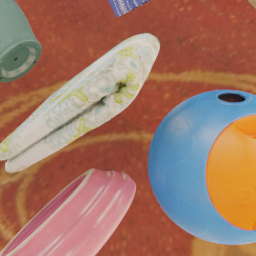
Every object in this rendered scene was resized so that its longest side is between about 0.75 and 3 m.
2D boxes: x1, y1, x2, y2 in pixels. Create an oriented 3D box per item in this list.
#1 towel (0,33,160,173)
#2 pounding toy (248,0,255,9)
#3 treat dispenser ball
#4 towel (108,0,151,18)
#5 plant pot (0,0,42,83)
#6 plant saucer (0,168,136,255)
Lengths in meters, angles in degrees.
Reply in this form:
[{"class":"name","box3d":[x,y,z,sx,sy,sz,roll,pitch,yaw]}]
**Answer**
[{"class":"towel","box3d":[-0.703,-0.481,4.566,2.630,2.251,0.633,-30,111,26]},{"class":"pounding toy","box3d":[3.080,-2.170,5.141,1.754,1.247,1.615,46,57,-4]},{"class":"treat dispenser ball","box3d":[1.480,0.575,4.420,2.337,2.337,2.337,0,75,0]},{"class":"towel","box3d":[0.422,-3.625,5.202,2.151,2.970,0.354,60,39,-22]},{"class":"plant pot","box3d":[-2.721,-1.884,5.701,1.734,1.734,1.629,-44,85,-10]},{"class":"plant saucer","box3d":[-1.042,1.513,4.270,2.611,2.611,0.662,-42,94,-10]}]
